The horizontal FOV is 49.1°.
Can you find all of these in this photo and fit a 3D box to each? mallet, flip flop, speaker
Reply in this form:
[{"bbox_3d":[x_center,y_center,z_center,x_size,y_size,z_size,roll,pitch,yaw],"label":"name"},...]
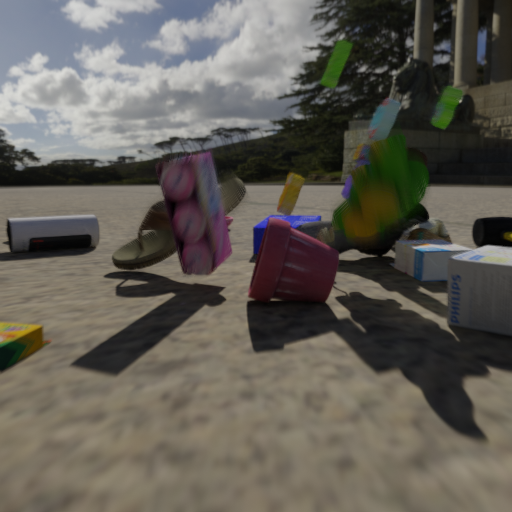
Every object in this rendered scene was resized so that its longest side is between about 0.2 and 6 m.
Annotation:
[{"bbox_3d":[5.085,-0.223,10.759,1.077,0.673,3.271,1,13,6],"label":"mallet"},{"bbox_3d":[-1.352,-0.640,9.340,2.527,0.727,1.025,-33,28,2],"label":"flip flop"},{"bbox_3d":[-4.242,-0.477,11.687,1.763,0.716,0.716,-5,10,-31],"label":"speaker"}]

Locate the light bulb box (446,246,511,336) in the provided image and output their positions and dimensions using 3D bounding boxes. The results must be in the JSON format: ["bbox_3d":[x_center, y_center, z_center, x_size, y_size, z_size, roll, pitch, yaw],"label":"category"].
[{"bbox_3d":[2.931,0.373,6.155,1.250,0.780,1.239,7,12,41],"label":"light bulb box"}]

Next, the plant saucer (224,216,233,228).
[{"bbox_3d":[-1.303,-0.904,15.535,1.337,0.339,1.337,-1,10,0],"label":"plant saucer"}]

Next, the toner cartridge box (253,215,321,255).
[{"bbox_3d":[0.743,-0.492,12.195,1.263,0.574,2.660,3,10,9],"label":"toner cartridge box"}]

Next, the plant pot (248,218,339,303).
[{"bbox_3d":[0.492,0.140,7.158,0.976,1.090,1.090,15,9,-1],"label":"plant pot"}]

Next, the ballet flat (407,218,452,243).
[{"bbox_3d":[3.447,-0.372,10.972,0.780,0.722,2.211,9,12,22],"label":"ballet flat"}]

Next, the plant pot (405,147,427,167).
[{"bbox_3d":[3.020,-1.611,11.497,1.075,1.150,1.075,27,-11,6],"label":"plant pot"}]

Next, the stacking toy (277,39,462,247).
[{"bbox_3d":[2.334,-2.178,11.503,2.794,3.706,0.871,20,7,-5],"label":"stacking toy"}]

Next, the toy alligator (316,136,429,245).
[{"bbox_3d":[1.723,-0.697,8.238,0.875,0.957,3.226,16,-25,-5],"label":"toy alligator"}]

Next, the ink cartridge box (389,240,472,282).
[{"bbox_3d":[2.819,0.031,9.196,0.846,0.498,1.469,-1,9,-7],"label":"ink cartridge box"}]

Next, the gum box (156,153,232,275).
[{"bbox_3d":[-0.861,-0.595,8.175,0.556,1.680,0.953,-10,11,13],"label":"gum box"}]

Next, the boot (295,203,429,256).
[{"bbox_3d":[1.835,-0.593,10.124,2.258,0.788,1.486,-5,-23,-22],"label":"boot"}]

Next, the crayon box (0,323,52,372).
[{"bbox_3d":[-2.392,0.815,5.161,0.590,0.236,0.929,2,9,10],"label":"crayon box"}]
